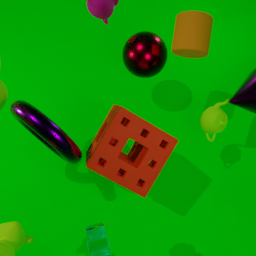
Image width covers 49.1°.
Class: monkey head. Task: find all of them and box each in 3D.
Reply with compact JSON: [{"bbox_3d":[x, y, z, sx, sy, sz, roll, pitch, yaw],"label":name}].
[{"bbox_3d":[-0.826,-3.611,7.851,0.889,1.475,1.061,-45,66,6],"label":"monkey head"}]

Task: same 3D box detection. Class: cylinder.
[{"bbox_3d":[1.487,-2.141,6.504,0.849,0.849,0.849,8,93,3],"label":"cylinder"}]

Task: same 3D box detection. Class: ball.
[{"bbox_3d":[0.462,-1.993,7.652,1.241,1.241,1.241,0,67,0],"label":"ball"}]

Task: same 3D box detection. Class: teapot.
[{"bbox_3d":[2.071,-0.199,6.595,0.662,0.521,1.064,8,101,-37],"label":"teapot"}]

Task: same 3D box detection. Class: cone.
[{"bbox_3d":[2.846,-0.736,6.608,1.325,1.320,1.320,-15,67,-26],"label":"cone"}]

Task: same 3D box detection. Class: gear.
[{"bbox_3d":[-0.319,2.091,3.910,0.266,1.441,1.441,-12,67,-11],"label":"gear"}]

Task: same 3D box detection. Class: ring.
[{"bbox_3d":[-1.683,0.108,5.812,1.794,1.794,0.359,36,73,14],"label":"ring"}]

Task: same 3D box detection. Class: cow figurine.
[{"bbox_3d":[-2.228,2.345,4.961,0.733,1.314,1.336,-12,64,4],"label":"cow figurine"}]

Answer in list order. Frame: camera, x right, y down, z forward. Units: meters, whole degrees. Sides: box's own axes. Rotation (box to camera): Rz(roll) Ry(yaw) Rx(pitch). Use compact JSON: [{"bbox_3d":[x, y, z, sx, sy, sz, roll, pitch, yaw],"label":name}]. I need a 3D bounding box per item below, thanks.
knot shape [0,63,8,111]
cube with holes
[{"bbox_3d":[-2.853,-0.514,5.199,0.962,1.947,2.081,6,70,-16],"label":"knot shape"},{"bbox_3d":[0.005,0.428,6.243,1.375,1.375,1.375,30,91,-11],"label":"cube with holes"}]
